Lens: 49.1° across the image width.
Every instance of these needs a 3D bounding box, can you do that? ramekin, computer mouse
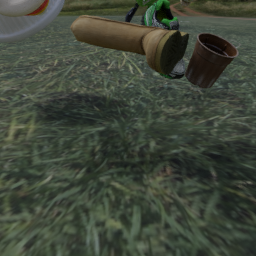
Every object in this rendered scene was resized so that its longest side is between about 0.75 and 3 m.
[{"bbox_3d":[-3.132,-3.677,7.792,2.517,1.172,2.517,-9,58,14],"label":"ramekin"},{"bbox_3d":[0.128,-4.126,10.016,0.237,1.032,0.724,30,5,-10],"label":"computer mouse"}]

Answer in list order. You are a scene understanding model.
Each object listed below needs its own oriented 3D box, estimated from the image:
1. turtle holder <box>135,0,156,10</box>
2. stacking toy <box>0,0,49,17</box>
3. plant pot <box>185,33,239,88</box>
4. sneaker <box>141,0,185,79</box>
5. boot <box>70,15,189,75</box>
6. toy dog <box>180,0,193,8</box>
[{"bbox_3d":[0.761,-4.672,8.929,1.066,1.502,1.141,56,29,7],"label":"turtle holder"},{"bbox_3d":[-2.030,-2.780,5.753,1.390,1.390,1.903,1,6,2],"label":"stacking toy"},{"bbox_3d":[1.654,-1.344,5.781,0.876,0.867,0.876,11,43,-11],"label":"plant pot"},{"bbox_3d":[0.739,-1.746,5.560,0.650,1.667,0.710,-15,-9,-23],"label":"sneaker"},{"bbox_3d":[-0.093,-1.486,4.770,1.980,0.655,1.734,17,22,15],"label":"boot"},{"bbox_3d":[1.830,-4.450,8.632,0.630,1.309,0.863,-24,25,-8],"label":"toy dog"}]
